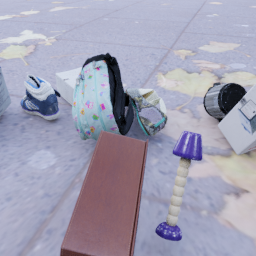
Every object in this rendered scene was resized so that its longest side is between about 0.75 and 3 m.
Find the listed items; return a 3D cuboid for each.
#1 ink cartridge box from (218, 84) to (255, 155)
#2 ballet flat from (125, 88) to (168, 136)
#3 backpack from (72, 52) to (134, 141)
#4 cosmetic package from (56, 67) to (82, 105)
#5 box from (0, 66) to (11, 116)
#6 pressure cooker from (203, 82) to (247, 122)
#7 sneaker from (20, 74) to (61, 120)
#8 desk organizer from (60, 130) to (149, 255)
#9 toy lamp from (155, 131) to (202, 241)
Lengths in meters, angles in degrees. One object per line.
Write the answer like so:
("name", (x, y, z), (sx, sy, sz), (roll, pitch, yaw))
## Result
("ink cartridge box", (3.599, -0.530, 6.675), (1.787, 2.440, 1.048), (-17, 62, -23))
("ballet flat", (0.574, -0.660, 8.219), (0.947, 0.947, 2.632), (-6, 29, -10))
("backpack", (-0.674, -0.652, 7.285), (1.362, 1.796, 2.152), (-16, 46, 12))
("cosmetic package", (-1.487, -1.253, 9.369), (1.115, 0.802, 1.976), (-24, 41, -32))
("box", (-5.015, -0.707, 7.726), (2.545, 1.335, 2.341), (-1, 32, 3))
("pressure cooker", (2.800, -0.792, 8.249), (1.030, 1.014, 1.153), (35, -11, -13))
("sneaker", (-2.825, -1.080, 8.503), (1.844, 1.350, 0.743), (22, 46, 38))
("desk organizer", (-0.282, 1.097, 4.366), (0.878, 0.817, 2.279), (14, 40, -1))
("toy lamp", (0.889, 0.942, 4.705), (0.522, 1.793, 0.522), (11, 4, -1))
